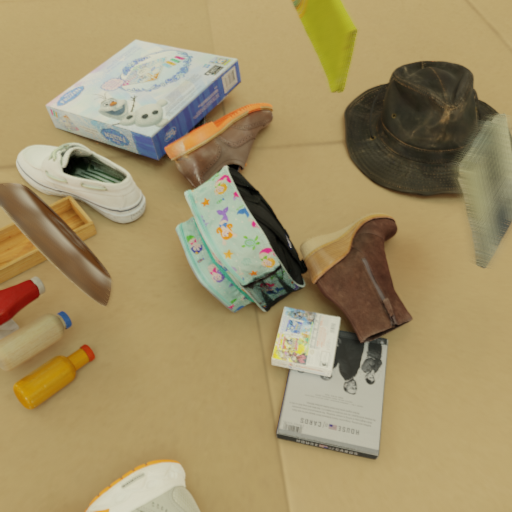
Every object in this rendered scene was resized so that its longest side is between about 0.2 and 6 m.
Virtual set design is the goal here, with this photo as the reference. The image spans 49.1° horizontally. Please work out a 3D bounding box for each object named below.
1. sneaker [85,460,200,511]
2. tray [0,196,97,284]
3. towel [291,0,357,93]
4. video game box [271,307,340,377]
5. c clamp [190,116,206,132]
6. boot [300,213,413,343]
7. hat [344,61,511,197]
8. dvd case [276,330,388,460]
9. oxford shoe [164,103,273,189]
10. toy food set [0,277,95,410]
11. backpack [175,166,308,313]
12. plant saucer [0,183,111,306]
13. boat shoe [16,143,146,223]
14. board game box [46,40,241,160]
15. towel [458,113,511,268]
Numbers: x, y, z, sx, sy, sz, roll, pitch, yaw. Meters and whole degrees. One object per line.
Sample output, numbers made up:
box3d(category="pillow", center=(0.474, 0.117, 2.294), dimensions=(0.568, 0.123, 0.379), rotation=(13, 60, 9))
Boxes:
box3d(category="sneaker", center=(-1.928, 3.693, 6.181), dimensions=(3.191, 1.208, 1.468), rotation=(-29, 60, -21))
box3d(category="tray", center=(-3.961, -0.321, 10.089), dimensions=(1.892, 0.350, 0.933), rotation=(-31, 56, -24))
box3d(category="towel", center=(0.801, -3.482, 7.740), dimensions=(0.224, 1.068, 2.482), rotation=(-13, 61, -8))
box3d(category="video game box", center=(0.763, 1.289, 8.490), dimensions=(0.897, 0.231, 0.985), rotation=(12, 49, 7))
box3d(category="c clamp", center=(-1.949, -2.873, 12.276), dimensions=(1.807, 0.286, 2.115), rotation=(-10, 47, 0))
box3d(category="boot", center=(1.961, 0.329, 9.331), dimensions=(2.304, 0.833, 1.916), rotation=(-19, 65, -36))
box3d(category="hat", center=(3.686, -3.034, 11.588), dimensions=(3.944, 1.591, 3.944), rotation=(1, 49, -1))
box3d(category="dvd case", center=(1.163, 1.919, 8.253), dimensions=(1.419, 0.233, 1.888), rotation=(10, 51, 8))
box3d(category="oxford shoe", center=(-0.548, -2.274, 11.471), dimensions=(1.104, 1.129, 3.096), rotation=(-15, 18, 46))
box3d(category="toy food set", center=(-3.718, 0.921, 8.473), dimensions=(2.634, 1.257, 1.185), rotation=(35, 49, 26))
box3d(category="backpack", center=(-0.311, -0.273, 8.887), dimensions=(1.617, 2.148, 1.907), rotation=(-28, 53, 3))
box3d(category="plant saucer", center=(-2.602, -0.210, 7.410), dimensions=(0.339, 2.116, 2.116), rotation=(-42, 59, -7))
box3d(category="boat shoe", center=(-3.424, -1.706, 10.782), dimensions=(3.103, 1.036, 1.141), rotation=(21, 53, 19))
box3d(category="board game box", center=(-2.426, -3.567, 12.333), dimensions=(3.055, 0.666, 3.070), rotation=(22, 55, 26))
box3d(category="towel", center=(3.000, -0.860, 7.247), dimensions=(0.268, 1.555, 1.497), rotation=(7, 42, 41))
